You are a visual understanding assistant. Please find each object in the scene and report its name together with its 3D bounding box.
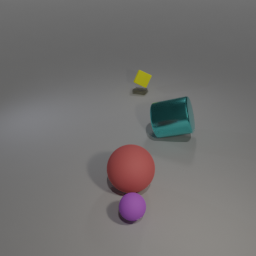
[{"bbox_3d":[0.113,2.009,7.159,0.700,0.700,0.700,0,29,0],"label":"ball"},{"bbox_3d":[0.752,-2.572,14.634,0.700,0.700,0.700,24,11,-7],"label":"cube"},{"bbox_3d":[0.084,1.177,8.136,1.400,1.400,1.400,0,29,0],"label":"ball"},{"bbox_3d":[1.712,-0.397,10.686,1.400,1.400,1.400,-10,25,21],"label":"cylinder"}]
